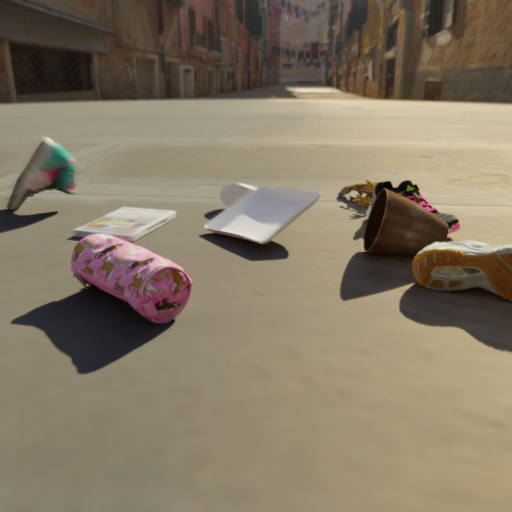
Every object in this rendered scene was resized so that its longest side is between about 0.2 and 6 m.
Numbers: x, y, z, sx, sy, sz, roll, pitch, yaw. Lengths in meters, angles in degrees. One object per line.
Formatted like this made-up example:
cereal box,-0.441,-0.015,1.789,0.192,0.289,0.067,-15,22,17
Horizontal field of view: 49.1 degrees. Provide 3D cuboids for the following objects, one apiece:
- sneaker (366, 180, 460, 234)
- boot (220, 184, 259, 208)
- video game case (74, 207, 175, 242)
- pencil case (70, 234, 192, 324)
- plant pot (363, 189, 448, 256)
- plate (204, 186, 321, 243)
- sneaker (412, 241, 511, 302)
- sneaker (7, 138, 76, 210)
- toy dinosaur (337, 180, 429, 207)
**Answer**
sneaker,3.181,-1.028,11.515,0.823,0.976,2.232,-13,23,-32
boot,0.062,-1.315,13.119,1.757,0.639,0.794,10,5,28
video game case,-2.702,-0.684,11.769,1.342,0.169,1.873,6,20,18
pencil case,-1.828,0.279,8.040,2.062,0.892,0.854,18,-9,41
plant pot,2.712,-0.473,10.007,1.254,1.172,1.172,15,20,-3
plate,0.141,-0.812,11.209,1.798,0.291,1.802,15,44,45
sneaker,3.612,0.109,8.483,2.306,0.872,1.011,10,21,25
sneaker,-4.850,-1.664,13.075,1.213,2.010,0.840,30,25,-29
toy dinosaur,2.972,-1.590,13.608,2.209,0.667,1.173,12,22,30
